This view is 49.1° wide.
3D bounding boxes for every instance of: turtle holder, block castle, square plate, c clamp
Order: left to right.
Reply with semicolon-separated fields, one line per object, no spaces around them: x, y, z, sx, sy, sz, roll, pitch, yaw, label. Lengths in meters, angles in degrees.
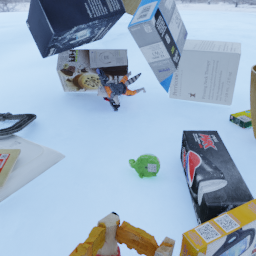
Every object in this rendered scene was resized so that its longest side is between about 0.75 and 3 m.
-3.572;0.886;7.548;2.691;0.383;2.665;17;33;27;square plate
-4.171;-0.129;9.227;2.116;0.335;2.477;-2;18;-2;c clamp
0.453;0.968;7.260;0.812;0.617;0.576;-28;8;24;turtle holder
0.350;2.549;3.483;2.932;1.376;1.959;18;27;24;block castle

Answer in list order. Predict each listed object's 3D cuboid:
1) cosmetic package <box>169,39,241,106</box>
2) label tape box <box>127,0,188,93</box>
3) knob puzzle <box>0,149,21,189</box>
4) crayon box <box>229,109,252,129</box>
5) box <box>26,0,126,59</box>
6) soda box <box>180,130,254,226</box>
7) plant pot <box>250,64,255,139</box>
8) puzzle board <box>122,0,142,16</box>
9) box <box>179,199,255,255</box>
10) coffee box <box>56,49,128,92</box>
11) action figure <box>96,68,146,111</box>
3.230;-2.418;11.780;2.564;2.146;2.133;9;30;18;cosmetic package
0.969;-2.167;7.062;0.710;2.149;1.539;-7;48;36;label tape box
-3.582;1.012;6.651;1.846;0.256;1.846;1;29;-1;knob puzzle
4.250;-0.343;9.915;1.101;0.280;0.699;-13;31;-22;crayon box
-1.838;-3.712;9.383;2.558;1.502;2.515;-26;7;-23;box
1.923;1.109;6.559;1.019;0.912;2.880;0;28;0;soda box
4.576;-0.620;8.375;2.075;2.227;2.075;-1;29;0;plant pot
0.125;-4.954;10.449;1.537;0.177;2.040;13;-14;-22;puzzle board
1.760;1.935;4.739;1.987;1.183;0.412;-14;31;-23;box
-1.438;-2.446;12.074;2.893;1.635;1.155;-1;64;-1;coffee box
-0.444;-1.723;10.713;1.823;0.986;1.885;-27;82;-28;action figure
